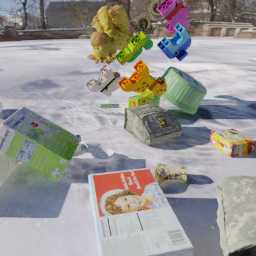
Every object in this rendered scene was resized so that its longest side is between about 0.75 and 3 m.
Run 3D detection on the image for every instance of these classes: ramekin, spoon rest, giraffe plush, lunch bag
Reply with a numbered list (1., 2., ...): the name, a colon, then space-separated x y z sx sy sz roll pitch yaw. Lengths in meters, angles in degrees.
1. ramekin: 2.317 -1.702 12.076 2.192 1.071 2.192 27 24 -14
2. spoon rest: -1.026 0.678 8.421 1.383 0.419 0.687 12 25 29
3. giraffe plush: -0.850 -3.659 11.909 1.975 2.436 2.102 -49 15 -28
4. lunch bag: 2.628 1.750 4.519 2.402 1.412 1.970 10 24 12
5. lunch bag: 0.852 -0.129 9.655 1.399 1.003 1.706 -13 32 -30

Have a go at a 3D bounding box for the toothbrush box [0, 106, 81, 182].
1. toothbrush box: -2.365 0.393 7.511 1.879 0.809 1.368 30 21 -8

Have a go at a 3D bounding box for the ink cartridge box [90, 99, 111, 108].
1. ink cartridge box: -1.280 -1.146 13.091 0.951 0.228 0.692 -2 22 -4

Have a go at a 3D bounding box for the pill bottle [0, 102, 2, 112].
1. pill bottle: -5.844 -0.953 11.898 0.774 0.774 1.396 -16 27 -34

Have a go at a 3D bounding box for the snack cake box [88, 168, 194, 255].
1. snack cake box: 0.067 1.750 5.260 1.412 0.825 2.455 -6 23 -10

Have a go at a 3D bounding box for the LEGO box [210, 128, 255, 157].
1. LEGO box: 3.311 0.450 8.933 0.840 0.435 1.128 -6 23 -15

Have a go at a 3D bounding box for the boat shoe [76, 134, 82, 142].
1. boat shoe: -1.823 0.498 8.899 0.381 0.375 1.056 7 23 15

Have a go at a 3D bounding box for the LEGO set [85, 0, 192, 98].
1. LEGO set: 0.569 -1.457 6.425 1.203 2.931 1.118 27 26 -52

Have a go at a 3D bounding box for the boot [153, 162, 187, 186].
1. boot: 1.065 1.243 7.098 0.839 0.393 1.080 5 19 13

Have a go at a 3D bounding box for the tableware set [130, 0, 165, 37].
1. tableware set: 1.008 -4.893 12.233 1.130 1.709 0.342 43 -2 -4

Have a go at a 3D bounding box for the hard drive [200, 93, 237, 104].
1. hard drive: 4.204 -1.459 13.828 1.873 0.250 1.235 -1 22 -3

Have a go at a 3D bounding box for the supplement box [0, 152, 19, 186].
1. supplement box: -3.874 1.052 6.902 1.453 0.848 2.306 2 22 1

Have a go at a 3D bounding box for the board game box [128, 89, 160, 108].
1. board game box: 0.703 -0.963 11.628 0.467 0.997 1.963 15 27 28
